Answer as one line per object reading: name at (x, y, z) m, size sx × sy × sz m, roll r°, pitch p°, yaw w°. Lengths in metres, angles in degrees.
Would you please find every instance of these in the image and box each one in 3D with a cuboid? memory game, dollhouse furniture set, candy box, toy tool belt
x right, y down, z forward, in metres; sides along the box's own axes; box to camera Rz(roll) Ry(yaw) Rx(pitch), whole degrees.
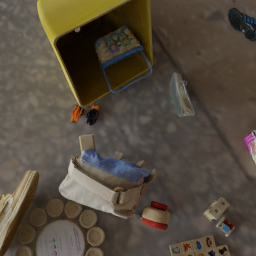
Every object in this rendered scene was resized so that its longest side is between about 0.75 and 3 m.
memory game at (-1.742, 3.014, 7.223) m, size 2.368 × 0.151 × 2.368 m, roll 0°, pitch 68°, yaw 0°
dollhouse furniture set at (2.501, 2.304, 7.281) m, size 0.554 × 0.557 × 0.791 m, roll -42°, pitch 73°, yaw -15°
candy box at (3.727, 0.620, 7.858) m, size 0.323 × 0.721 × 1.058 m, roll -17°, pitch 69°, yaw -5°
toy tool belt at (-0.146, 1.281, 7.075) m, size 2.831 × 1.767 × 1.740 m, roll 17°, pitch 78°, yaw 6°

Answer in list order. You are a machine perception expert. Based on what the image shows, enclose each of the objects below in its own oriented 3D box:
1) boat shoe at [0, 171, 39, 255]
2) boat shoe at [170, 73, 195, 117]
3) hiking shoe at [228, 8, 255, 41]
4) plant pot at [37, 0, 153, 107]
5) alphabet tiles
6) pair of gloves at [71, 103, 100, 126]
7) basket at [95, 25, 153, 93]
boat shoe at (-3.091, 2.096, 7.201) m, size 0.807 × 0.860 × 2.333 m, roll 22°, pitch 71°, yaw 2°
boat shoe at (1.650, -1.036, 8.599) m, size 0.486 × 0.558 × 1.515 m, roll -2°, pitch 60°, yaw -13°
hiking shoe at (4.064, -3.632, 9.697) m, size 0.621 × 0.533 × 1.432 m, roll -37°, pitch 83°, yaw -21°
plant pot at (-1.102, -2.796, 8.315) m, size 2.743 × 2.743 × 2.419 m, roll -32°, pitch 60°, yaw -12°
alphabet tiles at (1.795, 3.594, 7.046) m, size 1.765 × 0.056 × 1.469 m, roll -11°, pitch 69°, yaw -4°
pair of gloves at (-1.319, -0.441, 8.612) m, size 0.827 × 0.102 × 0.736 m, roll 11°, pitch 67°, yaw 2°
basket at (-0.213, -2.113, 8.663) m, size 1.492 × 1.177 × 1.692 m, roll -31°, pitch 105°, yaw -10°
